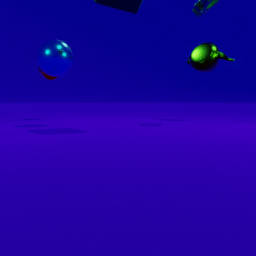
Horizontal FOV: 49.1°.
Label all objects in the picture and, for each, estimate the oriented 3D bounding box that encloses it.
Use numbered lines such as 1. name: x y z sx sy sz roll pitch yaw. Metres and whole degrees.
1. ball: -2.330 -2.237 8.984 1.144 1.144 1.144 0 6 0
2. cube: -0.268 -3.699 6.776 1.196 1.196 1.196 0 45 -33
3. cylinder: -3.466 -2.528 12.271 0.741 0.741 0.741 -4 21 -32
4. gear: 2.712 -4.154 8.838 1.484 0.275 1.484 -39 -1 -1
5. teapot: 3.336 -2.893 11.737 2.051 1.275 1.004 5 -18 43
